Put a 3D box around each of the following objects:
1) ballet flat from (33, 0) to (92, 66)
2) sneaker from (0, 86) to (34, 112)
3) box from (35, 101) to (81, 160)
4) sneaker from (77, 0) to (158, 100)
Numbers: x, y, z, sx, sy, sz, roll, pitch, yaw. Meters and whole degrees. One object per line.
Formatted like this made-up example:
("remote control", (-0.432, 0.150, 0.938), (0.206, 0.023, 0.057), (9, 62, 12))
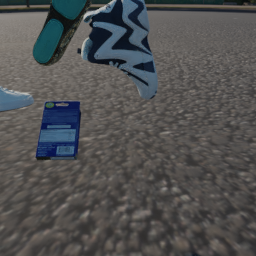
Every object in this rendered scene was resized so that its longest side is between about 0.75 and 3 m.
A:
("ballet flat", (-1.594, -2.854, 7.273), (0.943, 2.781, 1.047), (37, 27, 1))
("sneaker", (-2.695, -0.698, 5.342), (0.767, 0.892, 2.107), (-8, 4, 29))
("box", (-1.110, 0.021, 4.586), (0.635, 0.170, 1.048), (-1, 61, 1))
("sneaker", (-0.236, -1.479, 5.874), (1.499, 2.304, 0.920), (-12, 48, 4))
